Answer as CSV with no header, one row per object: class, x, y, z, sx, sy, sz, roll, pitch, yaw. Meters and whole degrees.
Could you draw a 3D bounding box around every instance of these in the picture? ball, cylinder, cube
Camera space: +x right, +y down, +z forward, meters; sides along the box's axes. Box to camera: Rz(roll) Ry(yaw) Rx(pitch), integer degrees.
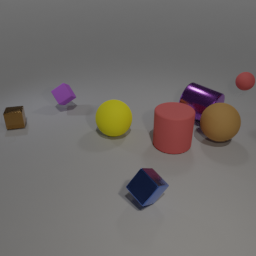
ball,-0.536,-0.377,10.641,1.400,1.400,1.400,0,29,0
ball,3.313,-0.211,10.083,1.400,1.400,1.400,0,29,0
cylinder,3.033,-1.001,11.590,1.400,1.400,1.400,29,39,29
cylinder,1.612,-0.018,9.978,1.400,1.400,1.400,0,29,0
ball,4.458,-1.777,10.654,0.700,0.700,0.700,0,29,0
cube,0.521,1.556,7.470,0.700,0.700,0.700,44,15,28
cube,-4.581,-0.429,11.368,0.700,0.700,0.700,-7,27,-11
cube,-2.870,-1.505,12.545,0.700,0.700,0.700,-32,-3,8
